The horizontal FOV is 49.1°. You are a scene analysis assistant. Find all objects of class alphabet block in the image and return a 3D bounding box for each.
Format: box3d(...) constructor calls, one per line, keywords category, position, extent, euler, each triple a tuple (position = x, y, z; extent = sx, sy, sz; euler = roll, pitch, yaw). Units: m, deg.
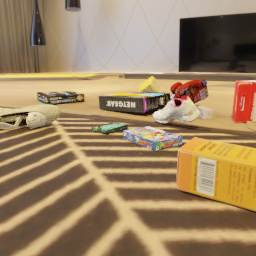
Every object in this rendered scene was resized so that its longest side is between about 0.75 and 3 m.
box3d(category="alphabet block", position=(1.113, -1.814, 13.530), extent=(0.853, 0.873, 0.857), euler=(-33, 24, 27))

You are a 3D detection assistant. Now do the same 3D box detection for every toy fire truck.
box3d(category="toy fire truck", position=(2.463, -1.350, 10.846), extent=(1.321, 0.882, 1.573), euler=(-30, -31, 5))

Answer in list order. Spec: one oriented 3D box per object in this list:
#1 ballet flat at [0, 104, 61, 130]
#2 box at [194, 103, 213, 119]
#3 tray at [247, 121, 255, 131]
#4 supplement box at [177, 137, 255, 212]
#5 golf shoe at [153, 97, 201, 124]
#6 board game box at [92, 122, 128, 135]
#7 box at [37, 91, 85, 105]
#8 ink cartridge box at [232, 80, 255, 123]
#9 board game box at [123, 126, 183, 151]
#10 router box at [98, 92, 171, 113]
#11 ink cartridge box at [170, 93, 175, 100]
box3d(category="ballet flat", position=(-3.388, -0.252, 9.092), extent=(2.422, 0.817, 0.755), euler=(-5, 42, -5))
box3d(category="box", position=(2.847, -0.720, 11.296), extent=(0.355, 0.381, 1.836), euler=(-3, 15, -9))
box3d(category="tray", position=(4.283, 0.023, 8.618), extent=(0.614, 0.231, 1.245), euler=(-2, 15, -8))
box3d(category="supplement box", position=(2.025, 0.786, 4.328), extent=(2.439, 0.839, 0.811), euler=(12, 20, 32))
box3d(category="golf shoe", position=(1.503, -0.626, 9.307), extent=(1.842, 0.843, 0.694), euler=(-4, 35, 47))
box3d(category="board game box", position=(-0.573, 0.001, 8.877), extent=(0.665, 0.138, 0.983), euler=(11, 18, 38))
box3d(category="box", position=(-3.574, -1.632, 14.802), extent=(1.944, 0.487, 1.959), euler=(-10, 17, -31))
box3d(category="ink cartridge box", position=(4.694, -1.003, 10.201), extent=(2.458, 1.428, 0.827), euler=(-4, 15, -19))
box3d(category="board game box", position=(0.647, 0.253, 7.630), extent=(0.952, 0.242, 1.406), euler=(-9, 17, -33))
box3d(category="router box", position=(0.281, -1.164, 12.232), extent=(2.565, 0.655, 1.913), euler=(7, 15, 40))
box3d(category="ink cartridge box", position=(2.219, -1.397, 13.914), extent=(1.356, 0.477, 2.272), euler=(-8, 18, -28))
